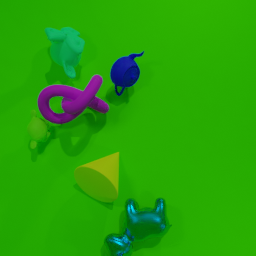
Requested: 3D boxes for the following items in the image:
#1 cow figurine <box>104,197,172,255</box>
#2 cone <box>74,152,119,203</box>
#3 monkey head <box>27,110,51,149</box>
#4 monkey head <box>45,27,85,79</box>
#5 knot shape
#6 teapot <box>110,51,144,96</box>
[{"bbox_3d":[0.247,2.523,6.716,1.623,0.891,1.597,-3,66,8],"label":"cow figurine"},{"bbox_3d":[-0.535,1.047,7.363,1.259,1.259,1.264,28,47,9],"label":"cone"},{"bbox_3d":[-2.511,0.054,7.575,0.747,0.626,1.039,-4,84,25],"label":"monkey head"},{"bbox_3d":[-1.936,-2.323,8.087,1.264,1.059,1.757,-2,54,-48],"label":"monkey head"},{"bbox_3d":[-1.236,-0.747,7.216,1.911,1.788,0.883,-11,84,-34],"label":"knot shape"},{"bbox_3d":[-0.010,-1.570,7.859,0.699,0.888,1.428,38,109,34],"label":"teapot"}]
